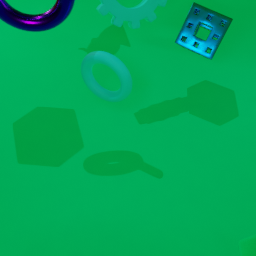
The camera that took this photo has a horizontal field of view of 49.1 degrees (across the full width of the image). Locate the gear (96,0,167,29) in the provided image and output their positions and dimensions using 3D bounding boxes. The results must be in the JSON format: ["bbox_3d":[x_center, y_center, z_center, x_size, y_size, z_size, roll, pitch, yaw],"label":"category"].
[{"bbox_3d":[0.047,-2.952,5.818,1.646,1.646,0.304,-17,29,-9],"label":"gear"}]

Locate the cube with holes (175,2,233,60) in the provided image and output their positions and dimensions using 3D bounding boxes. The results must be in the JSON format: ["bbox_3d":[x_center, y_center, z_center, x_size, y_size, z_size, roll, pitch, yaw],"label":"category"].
[{"bbox_3d":[1.803,-2.271,6.723,0.945,0.945,0.945,28,108,8],"label":"cube with holes"}]

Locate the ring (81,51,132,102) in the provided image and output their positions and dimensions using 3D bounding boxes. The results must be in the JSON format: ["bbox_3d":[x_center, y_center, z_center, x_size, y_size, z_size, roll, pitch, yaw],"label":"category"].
[{"bbox_3d":[-0.431,-0.978,5.473,1.127,1.127,0.225,25,52,13],"label":"ring"}]

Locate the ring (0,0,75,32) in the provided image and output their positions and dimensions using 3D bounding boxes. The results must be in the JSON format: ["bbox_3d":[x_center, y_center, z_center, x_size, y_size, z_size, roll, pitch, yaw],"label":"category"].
[{"bbox_3d":[-1.596,-2.228,4.525,1.484,1.484,0.297,-9,54,-5],"label":"ring"}]

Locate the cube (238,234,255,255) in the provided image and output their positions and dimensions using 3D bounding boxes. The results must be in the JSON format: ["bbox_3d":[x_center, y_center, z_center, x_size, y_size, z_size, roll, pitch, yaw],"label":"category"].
[{"bbox_3d":[2.083,1.744,2.800,1.224,1.224,1.224,33,38,-19],"label":"cube"}]
